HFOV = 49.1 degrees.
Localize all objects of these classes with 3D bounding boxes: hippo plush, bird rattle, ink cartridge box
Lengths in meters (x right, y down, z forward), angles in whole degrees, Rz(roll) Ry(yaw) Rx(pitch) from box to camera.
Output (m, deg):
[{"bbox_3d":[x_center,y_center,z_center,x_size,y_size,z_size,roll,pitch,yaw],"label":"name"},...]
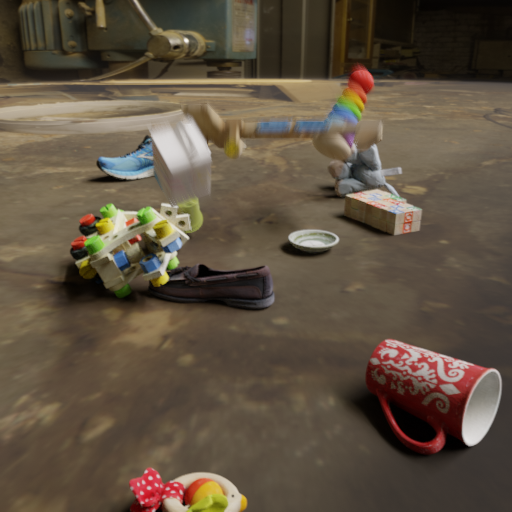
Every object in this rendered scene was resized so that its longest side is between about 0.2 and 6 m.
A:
[{"bbox_3d":[2.391,-2.084,12.826,1.612,1.284,1.296,0,22,1],"label":"hippo plush"},{"bbox_3d":[-0.497,1.883,4.215,0.731,0.505,0.896,-5,6,-44],"label":"bird rattle"},{"bbox_3d":[-0.863,-1.077,6.442,0.519,0.829,0.533,-22,61,-18],"label":"ink cartridge box"}]

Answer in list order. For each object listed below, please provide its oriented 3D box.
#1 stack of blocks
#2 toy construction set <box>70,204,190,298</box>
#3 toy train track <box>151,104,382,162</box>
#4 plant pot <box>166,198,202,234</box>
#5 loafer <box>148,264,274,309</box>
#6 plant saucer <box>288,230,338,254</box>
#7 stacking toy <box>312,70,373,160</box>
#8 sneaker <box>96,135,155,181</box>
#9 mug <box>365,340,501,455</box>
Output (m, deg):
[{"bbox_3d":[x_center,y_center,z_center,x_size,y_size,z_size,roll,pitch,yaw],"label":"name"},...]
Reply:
[{"bbox_3d":[2.511,-0.869,10.899,0.851,0.433,1.478,-12,25,-27],"label":"stack of blocks"},{"bbox_3d":[-1.803,-0.277,8.398,1.691,1.188,2.579,-24,13,5],"label":"toy construction set"},{"bbox_3d":[0.110,-1.998,9.997,4.143,0.674,2.376,2,-5,15],"label":"toy train track"},{"bbox_3d":[-1.251,-0.833,9.793,0.659,0.606,0.659,4,55,-6],"label":"plant pot"},{"bbox_3d":[-0.630,0.310,7.744,1.819,0.573,0.654,6,22,14],"label":"loafer"},{"bbox_3d":[0.971,-0.215,9.556,0.855,0.215,0.855,1,22,0],"label":"plant saucer"},{"bbox_3d":[1.765,-2.752,10.699,0.754,1.767,0.754,26,-10,5],"label":"stacking toy"},{"bbox_3d":[-2.950,-2.569,14.345,2.333,1.049,0.914,-13,25,-29],"label":"sneaker"},{"bbox_3d":[1.555,1.252,5.242,0.952,0.716,1.073,-17,24,-39],"label":"mug"}]
